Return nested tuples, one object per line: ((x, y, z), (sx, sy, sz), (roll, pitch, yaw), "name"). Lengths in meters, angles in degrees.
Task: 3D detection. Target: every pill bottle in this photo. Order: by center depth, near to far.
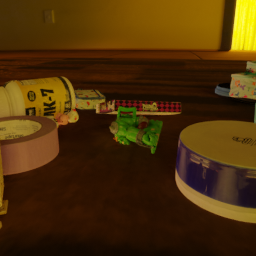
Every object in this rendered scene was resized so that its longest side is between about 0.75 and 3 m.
((-2.922, -0.800, 8.546), (2.334, 1.334, 1.334), (-15, 24, -37), "pill bottle")

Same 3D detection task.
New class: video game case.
((0.249, -0.585, 8.367), (2.024, 0.362, 1.834), (0, 1, -20), "video game case")

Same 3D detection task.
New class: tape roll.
((-2.637, 0.307, 6.375), (2.040, 0.669, 2.040), (0, 20, 0), "tape roll")

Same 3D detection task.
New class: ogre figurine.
((0.242, -0.011, 6.930), (1.154, 0.944, 1.924), (15, 33, 8), "ogre figurine")

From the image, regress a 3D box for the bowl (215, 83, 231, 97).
((4.928, -1.762, 12.789), (1.819, 0.357, 1.819), (0, 19, 0), "bowl")

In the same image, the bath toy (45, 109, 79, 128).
((-2.020, -0.273, 8.351), (1.279, 0.473, 0.556), (-17, 59, -39), "bath toy")

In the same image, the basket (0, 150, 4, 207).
((-2.497, 0.735, 4.554), (0.798, 0.992, 0.983), (-5, 14, -21), "basket")

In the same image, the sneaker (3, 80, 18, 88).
((-4.236, -1.459, 11.274), (0.744, 0.655, 1.758), (-12, -8, 38), "sneaker")

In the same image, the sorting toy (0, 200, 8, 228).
((-2.343, 1.405, 3.741), (0.933, 0.327, 1.936), (2, 19, 6), "sorting toy")

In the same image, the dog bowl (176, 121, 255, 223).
((2.052, 0.626, 5.085), (2.314, 0.911, 2.314), (0, 19, 0), "dog bowl")

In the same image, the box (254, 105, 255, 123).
((4.203, -0.209, 6.245), (2.441, 0.600, 1.005), (2, 5, -11), "box")

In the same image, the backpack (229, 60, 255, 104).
((5.142, -1.701, 10.708), (2.346, 1.766, 2.083), (7, 15, 38), "backpack")

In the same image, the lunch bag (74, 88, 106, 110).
((-1.474, -1.120, 10.648), (1.221, 0.576, 1.524), (-4, 21, -16), "lunch bag")
